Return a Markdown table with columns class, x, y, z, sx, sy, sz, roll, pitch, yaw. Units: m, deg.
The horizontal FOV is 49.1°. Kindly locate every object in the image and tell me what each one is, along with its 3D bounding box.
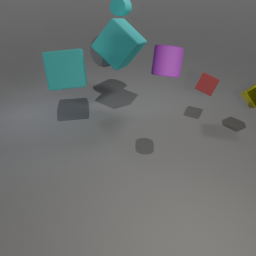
| class | x | y | z | sx | sy | sz | roll | pitch | yaw |
| --- | --- | --- | --- | --- | --- | --- | --- | --- | --- |
| cube | -2.403 | -2.301 | 10.922 | 1.400 | 1.400 | 1.400 | -8 | 16 | -4 |
| cube | 4.710 | -1.210 | 10.338 | 0.700 | 0.700 | 0.700 | -35 | 1 | 6 |
| cylinder | -0.809 | -3.674 | 13.164 | 1.400 | 1.400 | 1.400 | 19 | 30 | 28 |
| cube | -0.322 | -3.363 | 11.218 | 1.400 | 1.400 | 1.400 | 44 | 27 | -1 |
| cylinder | -0.292 | -4.952 | 11.433 | 0.700 | 0.700 | 0.700 | 12 | 25 | 19 |
| cylinder | 0.952 | -1.615 | 6.775 | 0.700 | 0.700 | 0.700 | 6 | 14 | -2 |
| cube | 3.165 | -1.767 | 11.215 | 0.700 | 0.700 | 0.700 | 28 | 17 | 9 |
